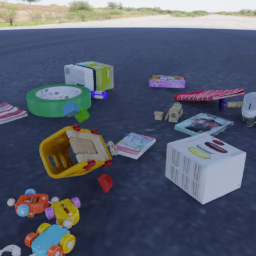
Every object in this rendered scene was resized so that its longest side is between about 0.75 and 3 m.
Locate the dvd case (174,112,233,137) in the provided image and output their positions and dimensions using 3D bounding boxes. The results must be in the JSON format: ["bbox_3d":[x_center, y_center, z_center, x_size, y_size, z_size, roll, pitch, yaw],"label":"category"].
[{"bbox_3d":[2.546,-0.095,9.369,1.680,0.185,1.227,-20,31,-39],"label":"dvd case"}]

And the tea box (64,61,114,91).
[{"bbox_3d":[-1.831,-2.416,13.284,1.667,1.132,1.694,-21,32,-40],"label":"tea box"}]

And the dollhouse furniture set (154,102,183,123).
[{"bbox_3d":[1.495,-0.684,10.211,0.867,0.545,0.981,9,26,19],"label":"dollhouse furniture set"}]

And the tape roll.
[{"bbox_3d":[-2.725,-1.151,11.184,2.469,0.593,2.469,1,24,0],"label":"tape roll"}]

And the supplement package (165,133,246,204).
[{"bbox_3d":[1.724,0.848,6.387,1.206,0.927,1.261,-14,27,-28],"label":"supplement package"}]

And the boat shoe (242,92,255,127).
[{"bbox_3d":[4.431,-0.696,10.050,0.715,0.704,1.984,13,34,32],"label":"boat shoe"}]

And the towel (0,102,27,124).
[{"bbox_3d":[-4.686,-0.574,10.416,1.657,0.188,1.193,20,32,36],"label":"towel"}]

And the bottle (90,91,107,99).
[{"bbox_3d":[-1.383,-1.457,12.200,0.924,0.302,0.386,4,27,9],"label":"bottle"}]

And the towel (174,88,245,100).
[{"bbox_3d":[3.169,-1.333,11.232,1.710,0.266,2.364,-13,10,-25],"label":"towel"}]

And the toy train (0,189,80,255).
[{"bbox_3d":[-1.543,1.766,4.965,1.386,0.513,1.845,-4,22,-6],"label":"toy train"}]

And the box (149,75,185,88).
[{"bbox_3d":[1.984,-2.356,14.109,1.738,0.340,1.189,4,25,8],"label":"box"}]

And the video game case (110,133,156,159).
[{"bbox_3d":[0.164,0.494,8.166,0.867,0.106,1.213,13,28,27],"label":"video game case"}]

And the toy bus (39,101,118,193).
[{"bbox_3d":[-1.168,0.626,6.652,1.051,2.034,1.919,-28,31,13],"label":"toy bus"}]

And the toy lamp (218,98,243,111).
[{"bbox_3d":[4.569,-0.898,10.690,2.080,0.606,0.606,-1,24,4],"label":"toy lamp"}]
